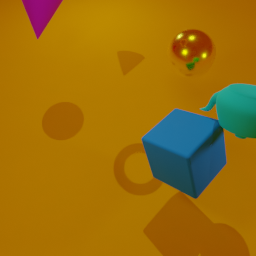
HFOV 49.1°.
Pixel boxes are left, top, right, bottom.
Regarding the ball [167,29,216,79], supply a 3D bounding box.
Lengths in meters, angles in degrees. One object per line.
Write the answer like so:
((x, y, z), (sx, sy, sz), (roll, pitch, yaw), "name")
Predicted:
((1.494, -1.755, 6.660), (1.142, 1.142, 1.142), (0, 55, 0), "ball")

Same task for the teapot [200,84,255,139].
((1.980, -0.254, 4.768), (1.110, 0.874, 1.785), (-13, 31, -36), "teapot")

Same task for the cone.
((-2.200, -2.870, 6.970), (1.288, 1.293, 1.288), (10, 20, -4), "cone")

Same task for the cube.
((1.141, 0.462, 5.575), (1.125, 1.125, 1.125), (-39, 39, -27), "cube")
